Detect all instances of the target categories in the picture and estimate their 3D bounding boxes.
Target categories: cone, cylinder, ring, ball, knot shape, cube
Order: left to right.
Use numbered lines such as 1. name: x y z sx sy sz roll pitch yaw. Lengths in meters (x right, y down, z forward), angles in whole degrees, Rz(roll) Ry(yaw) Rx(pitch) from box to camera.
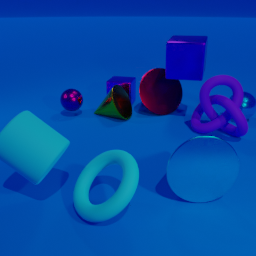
1. cylinder: -1.817 0.370 5.310 1.025 1.025 1.025 37 26 -5
2. ball: -1.925 -0.960 9.587 0.775 0.775 0.775 0 24 0
3. ring: -0.430 1.036 5.208 1.440 0.288 1.440 -25 40 23
4. cone: -0.694 -0.695 9.619 1.235 1.231 1.231 -19 15 27
5. cube: -0.250 -1.429 10.812 0.939 0.939 0.939 6 24 13
6. cone: 0.905 -1.218 10.535 1.666 1.666 1.672 -9 -1 -19
7. cube: 1.849 -2.228 8.830 1.143 1.143 1.143 6 29 16
8. cone: 1.376 0.589 5.901 1.383 1.383 1.388 -1 18 -2
9. knot shape: 2.655 -0.656 8.093 0.857 1.735 1.854 -13 21 -43
10. ball: 3.734 -0.728 9.204 0.941 0.941 0.941 0 24 0
